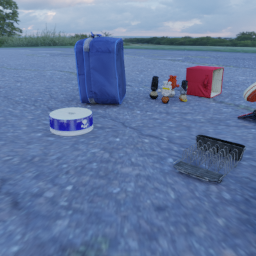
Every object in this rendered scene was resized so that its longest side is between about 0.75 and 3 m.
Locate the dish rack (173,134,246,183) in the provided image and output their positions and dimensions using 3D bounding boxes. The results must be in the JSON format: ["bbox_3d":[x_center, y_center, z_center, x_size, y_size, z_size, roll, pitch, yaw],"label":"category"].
[{"bbox_3d":[1.600,0.589,5.571,1.071,0.381,1.397,14,24,37],"label":"dish rack"}]

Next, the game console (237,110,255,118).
[{"bbox_3d":[4.094,-0.263,8.358,1.155,0.686,0.996,-11,53,-27],"label":"game console"}]

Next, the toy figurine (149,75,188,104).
[{"bbox_3d":[1.552,-1.437,10.647,1.281,0.891,1.261,-9,27,-27],"label":"toy figurine"}]

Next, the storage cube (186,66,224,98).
[{"bbox_3d":[3.143,-1.954,11.591,1.183,1.125,1.316,15,24,37],"label":"storage cube"}]

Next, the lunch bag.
[{"bbox_3d":[-1.046,-2.138,10.037,1.672,2.528,1.717,0,21,9],"label":"lunch bag"}]

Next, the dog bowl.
[{"bbox_3d":[-1.539,-0.194,7.640,1.162,0.457,1.162,0,19,0],"label":"dog bowl"}]

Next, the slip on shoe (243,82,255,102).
[{"bbox_3d":[2.557,-0.598,4.190,1.632,0.499,0.604,-10,-14,40],"label":"slip on shoe"}]
